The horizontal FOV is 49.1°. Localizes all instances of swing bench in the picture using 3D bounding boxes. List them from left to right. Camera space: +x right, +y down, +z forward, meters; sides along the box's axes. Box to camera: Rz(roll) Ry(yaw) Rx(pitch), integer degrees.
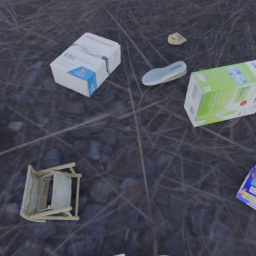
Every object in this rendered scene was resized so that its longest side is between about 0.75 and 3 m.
[{"bbox_3d":[-2.481,2.122,9.213,1.658,1.075,1.649,-5,54,3],"label":"swing bench"}]

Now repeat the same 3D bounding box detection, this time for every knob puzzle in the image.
[{"bbox_3d":[2.475,-4.591,14.635,0.986,0.137,0.986,0,54,0],"label":"knob puzzle"}]

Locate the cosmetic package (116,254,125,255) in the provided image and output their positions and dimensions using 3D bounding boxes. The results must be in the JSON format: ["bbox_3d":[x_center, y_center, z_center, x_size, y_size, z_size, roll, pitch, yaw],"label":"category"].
[{"bbox_3d":[-1.034,4.652,7.614,2.330,0.602,1.757,-10,53,-7],"label":"cosmetic package"}]

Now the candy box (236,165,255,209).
[{"bbox_3d":[4.521,2.090,9.538,1.118,0.509,1.323,32,61,20],"label":"candy box"}]

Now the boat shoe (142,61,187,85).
[{"bbox_3d":[1.649,-2.305,12.507,2.052,0.636,0.739,-16,60,17],"label":"boat shoe"}]

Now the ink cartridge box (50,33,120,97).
[{"bbox_3d":[-1.836,-2.957,12.814,1.960,1.142,2.711,26,58,18],"label":"ink cartridge box"}]

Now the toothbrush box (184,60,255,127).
[{"bbox_3d":[3.843,-1.338,11.097,2.788,2.030,1.200,-13,55,-9],"label":"toothbrush box"}]
